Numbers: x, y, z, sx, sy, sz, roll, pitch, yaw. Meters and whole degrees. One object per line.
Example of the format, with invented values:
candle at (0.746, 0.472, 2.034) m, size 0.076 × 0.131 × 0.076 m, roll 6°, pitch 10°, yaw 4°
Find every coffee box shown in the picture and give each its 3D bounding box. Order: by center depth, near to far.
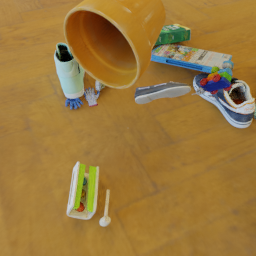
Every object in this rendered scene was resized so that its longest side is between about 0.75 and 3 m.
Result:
coffee box at (1.383, -4.141, 12.466) m, size 2.419 × 0.532 × 1.487 m, roll -11°, pitch 30°, yaw -10°

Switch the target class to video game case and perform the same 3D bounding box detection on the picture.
video game case at (2.504, -2.827, 11.224) m, size 2.969 × 0.264 × 2.125 m, roll 17°, pitch 34°, yaw 18°

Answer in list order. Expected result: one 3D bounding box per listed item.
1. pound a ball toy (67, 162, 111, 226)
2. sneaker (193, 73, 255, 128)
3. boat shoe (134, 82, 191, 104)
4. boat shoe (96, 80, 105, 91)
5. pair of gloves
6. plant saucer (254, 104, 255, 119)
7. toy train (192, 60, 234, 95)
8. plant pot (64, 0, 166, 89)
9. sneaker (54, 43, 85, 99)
pound a ball toy at (-0.988, 1.752, 7.196) m, size 1.021 × 0.665 × 1.566 m, roll 17°, pitch 43°, yaw -19°
sneaker at (3.342, -1.322, 9.678) m, size 1.110 × 1.124 × 2.830 m, roll -19°, pitch 48°, yaw -17°
boat shoe at (0.760, -0.893, 6.438) m, size 1.315 × 0.440 × 0.375 m, roll -11°, pitch 66°, yaw 19°
boat shoe at (-0.840, -1.969, 10.654) m, size 0.495 × 0.574 × 1.595 m, roll 9°, pitch 45°, yaw 6°
pair of gloves at (-1.630, -1.088, 10.101) m, size 1.305 × 0.149 × 1.049 m, roll -13°, pitch 48°, yaw -11°
plant saucer at (5.226, -1.179, 10.110) m, size 1.042 × 0.283 × 2.979 m, roll 18°, pitch 49°, yaw 17°
toy train at (2.260, -1.337, 7.593) m, size 0.540 × 1.277 × 0.739 m, roll 32°, pitch 71°, yaw -23°
plant pot at (-0.128, -2.766, 7.903) m, size 2.469 × 2.469 × 2.261 m, roll 26°, pitch 60°, yaw 22°
sneaker at (-2.179, -2.542, 10.367) m, size 1.047 × 1.679 × 2.846 m, roll -12°, pitch 42°, yaw -10°
